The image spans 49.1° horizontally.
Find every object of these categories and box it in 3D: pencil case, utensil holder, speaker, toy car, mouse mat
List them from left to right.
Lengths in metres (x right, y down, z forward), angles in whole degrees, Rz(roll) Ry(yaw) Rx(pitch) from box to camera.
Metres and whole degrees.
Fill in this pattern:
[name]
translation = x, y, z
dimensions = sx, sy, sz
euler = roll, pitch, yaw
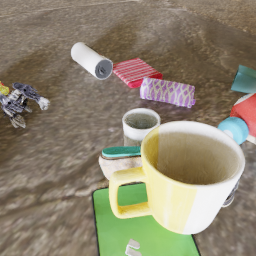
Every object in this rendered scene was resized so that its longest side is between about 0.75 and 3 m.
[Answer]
[speaker]
translation = -1.566, -2.884, 11.931
dimensions = 0.899, 0.899, 2.214
euler = -22, 42, -26
[utensil holder]
translation = 0.350, 0.211, 7.688
dimensions = 0.994, 1.169, 0.994
euler = 1, 38, 0
[mouse mat]
translation = 0.314, 2.169, 6.050
dimensions = 2.047, 0.096, 2.544
euler = -6, 39, -8
[pencil case]
translation = 1.374, -1.234, 9.889
dimensions = 1.957, 0.837, 0.821
euler = 15, 67, 17
[toy car]
translation = 4.198, -0.783, 7.714
dimensions = 2.495, 2.707, 2.394
euler = -28, 46, -32

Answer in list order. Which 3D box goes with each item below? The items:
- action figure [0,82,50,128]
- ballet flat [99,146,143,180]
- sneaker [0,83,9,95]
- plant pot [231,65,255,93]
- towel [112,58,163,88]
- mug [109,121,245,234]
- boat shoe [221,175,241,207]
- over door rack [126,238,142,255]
[action figure]
translation = -3.337, -0.720, 8.899
dimensions = 1.394, 1.197, 2.346
euler = -48, 12, -12
[ballet flat]
translation = 0.662, 0.859, 7.055
dimensions = 2.727, 0.917, 0.928
euler = -4, 17, 0
[sneaker]
translation = -5.084, -1.529, 10.473
dimensions = 1.657, 0.648, 0.748
euler = 30, 39, 25
[plant pot]
translation = 4.618, -1.794, 10.675
dimensions = 1.073, 0.758, 0.758
euler = 19, 41, 12
[towel]
translation = 0.289, -2.342, 11.762
dimensions = 1.546, 0.240, 2.138
euler = -19, 40, -20
[mug]
translation = 0.961, 1.107, 5.810
dimensions = 2.336, 1.917, 1.870
euler = 10, 39, 13
[boat shoe]
translation = 2.446, 1.330, 6.844
dimensions = 0.493, 0.425, 1.356
euler = 21, 42, 25
[over door rack]
translation = 0.528, 2.983, 4.344
dimensions = 2.086, 0.695, 1.541
euler = 31, 44, 4
